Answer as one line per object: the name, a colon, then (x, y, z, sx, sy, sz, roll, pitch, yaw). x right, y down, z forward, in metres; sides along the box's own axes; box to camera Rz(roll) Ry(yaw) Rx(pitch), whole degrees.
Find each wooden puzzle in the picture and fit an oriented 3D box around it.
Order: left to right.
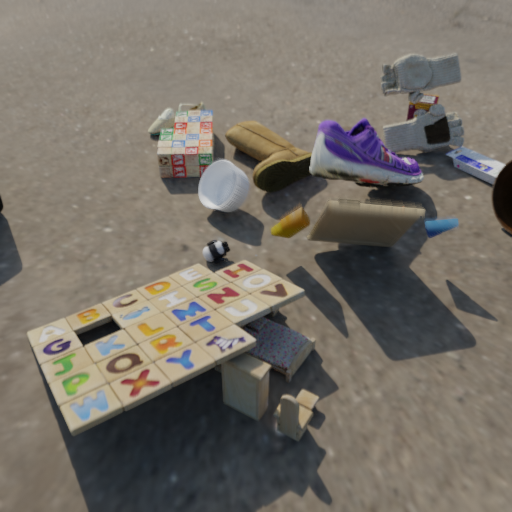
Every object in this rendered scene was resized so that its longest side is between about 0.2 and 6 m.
wooden puzzle: (1.907, -0.607, 10.188, 2.936, 1.981, 0.343, 7, 72, -14)

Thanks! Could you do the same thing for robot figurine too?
robot figurine: (-0.760, -0.087, 10.682, 0.515, 0.321, 0.387, -24, 30, -1)

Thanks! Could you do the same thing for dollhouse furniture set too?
dollhouse furniture set: (0.416, 1.350, 8.491, 1.818, 1.041, 2.132, 22, 46, 24)

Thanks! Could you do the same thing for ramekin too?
ramekin: (-0.656, -1.429, 11.754, 0.515, 1.057, 1.057, 18, 19, -49)

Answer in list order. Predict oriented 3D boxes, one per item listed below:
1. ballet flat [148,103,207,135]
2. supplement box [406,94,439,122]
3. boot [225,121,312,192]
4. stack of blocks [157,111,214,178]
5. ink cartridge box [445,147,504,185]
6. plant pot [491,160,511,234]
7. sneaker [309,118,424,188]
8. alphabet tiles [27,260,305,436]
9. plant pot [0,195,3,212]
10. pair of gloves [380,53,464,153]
ballet flat: (-2.065, -3.653, 14.696, 1.752, 0.608, 0.608, -22, 45, -25)
supplement box: (4.168, -3.513, 14.171, 0.681, 1.041, 0.537, 12, 44, 17)
boot: (0.051, -2.390, 13.158, 1.991, 0.752, 2.274, -19, 44, -40)
stack of blocks: (-1.668, -2.753, 13.602, 1.249, 0.635, 2.169, -1, 40, -2)
ink cartridge box: (5.208, -2.143, 13.179, 0.668, 0.261, 1.410, -27, 47, -28)
plant pot: (6.012, -1.232, 11.308, 1.755, 1.640, 1.640, -7, 39, -31)
sneaker: (2.440, -2.122, 11.639, 3.098, 1.292, 1.249, 4, 1, -42)
alphabet tiles: (-1.344, 1.021, 8.691, 3.891, 0.147, 3.252, -23, 24, -24)
plant pot: (-6.373, -1.502, 11.150, 1.903, 2.146, 2.140, 27, 47, 18)
pair of gloves: (4.028, -3.689, 13.534, 1.990, 2.340, 0.410, -4, 7, -2)
